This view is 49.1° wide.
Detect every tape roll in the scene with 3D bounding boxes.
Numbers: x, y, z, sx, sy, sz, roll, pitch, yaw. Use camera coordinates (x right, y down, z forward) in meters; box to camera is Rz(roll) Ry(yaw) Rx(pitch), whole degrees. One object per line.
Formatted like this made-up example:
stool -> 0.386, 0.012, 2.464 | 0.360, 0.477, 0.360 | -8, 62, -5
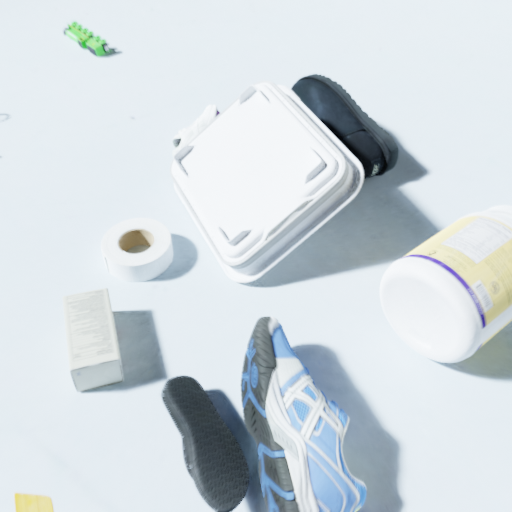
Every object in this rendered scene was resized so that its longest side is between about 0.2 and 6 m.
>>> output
tape roll -> -1.738, -0.098, 8.209 | 1.021, 0.357, 1.021 | 0, 46, 0

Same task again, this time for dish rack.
dish rack -> -0.079, -1.293, 8.305 | 2.489, 0.631, 2.901 | -40, 53, 8

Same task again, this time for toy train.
toy train -> -3.977, -5.037, 13.020 | 0.450, 0.333, 1.594 | -40, 57, -20

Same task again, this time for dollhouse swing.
dollhouse swing -> -1.736, 2.633, 5.207 | 0.820, 0.933, 0.848 | -9, 46, -21

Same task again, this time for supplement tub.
supplement tub -> 2.700, 0.294, 7.090 | 1.950, 1.418, 1.418 | -30, 53, -26

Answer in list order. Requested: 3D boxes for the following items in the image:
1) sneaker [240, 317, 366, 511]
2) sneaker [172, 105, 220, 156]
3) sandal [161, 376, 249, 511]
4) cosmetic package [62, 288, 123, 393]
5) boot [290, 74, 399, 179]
sneaker -> 0.429, 1.754, 6.178 | 0.945, 0.929, 2.454 | 0, 50, -17
sneaker -> -1.070, -2.247, 10.117 | 0.796, 0.599, 1.599 | 6, 46, 6
sandal -> -0.570, 2.047, 6.102 | 0.625, 0.398, 1.663 | 0, 39, -31
cosmetic package -> -2.047, 1.031, 7.010 | 0.606, 0.511, 1.172 | -9, 46, -14
boot -> 0.753, -2.004, 9.554 | 2.283, 1.038, 2.717 | -23, 56, -26
